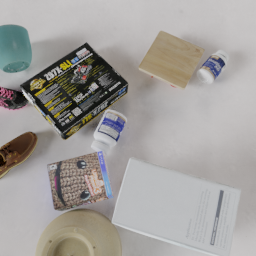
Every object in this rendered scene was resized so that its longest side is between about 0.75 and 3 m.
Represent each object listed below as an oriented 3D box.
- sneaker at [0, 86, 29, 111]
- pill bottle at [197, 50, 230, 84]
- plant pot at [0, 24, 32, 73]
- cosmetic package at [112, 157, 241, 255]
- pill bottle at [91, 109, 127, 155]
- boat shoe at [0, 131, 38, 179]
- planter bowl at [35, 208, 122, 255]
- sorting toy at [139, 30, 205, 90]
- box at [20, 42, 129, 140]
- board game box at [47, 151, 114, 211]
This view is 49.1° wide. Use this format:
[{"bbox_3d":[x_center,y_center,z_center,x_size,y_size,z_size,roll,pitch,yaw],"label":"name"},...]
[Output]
[{"bbox_3d":[-4.407,-1.159,9.658,1.924,0.917,0.760,8,68,-14],"label":"sneaker"},{"bbox_3d":[3.144,-2.262,10.242,0.694,0.694,1.250,39,76,12],"label":"pill bottle"},{"bbox_3d":[-4.179,-2.722,10.027,1.545,1.545,1.240,-19,84,-6],"label":"plant pot"},{"bbox_3d":[1.105,2.192,7.655,2.744,2.735,1.687,17,72,5],"label":"cosmetic package"},{"bbox_3d":[-0.664,0.155,9.362,0.825,0.825,1.379,23,74,8],"label":"pill bottle"},{"bbox_3d":[-3.896,0.903,9.156,2.153,0.727,0.775,-42,76,-13],"label":"boat shoe"},{"bbox_3d":[-1.436,3.515,7.771,2.543,1.711,2.543,0,72,-1],"label":"planter bowl"},{"bbox_3d":[1.579,-2.406,10.322,1.809,0.629,1.798,27,74,9],"label":"sorting toy"},{"bbox_3d":[-1.804,-1.358,9.793,2.941,0.726,2.348,-40,74,-19],"label":"box"},{"bbox_3d":[-1.467,1.677,8.822,1.778,0.861,1.417,-14,72,-4],"label":"board game box"}]
